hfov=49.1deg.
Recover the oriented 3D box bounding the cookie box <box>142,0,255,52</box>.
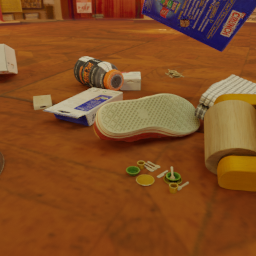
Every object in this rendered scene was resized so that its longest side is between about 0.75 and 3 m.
[{"bbox_3d":[1.899,-3.505,7.383,2.658,2.274,0.999,27,71,2],"label":"cookie box"}]

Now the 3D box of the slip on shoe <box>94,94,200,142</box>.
[{"bbox_3d":[0.516,-0.191,6.840,2.980,1.104,0.912,-6,-15,-29],"label":"slip on shoe"}]

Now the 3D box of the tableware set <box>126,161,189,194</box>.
[{"bbox_3d":[0.540,0.915,5.407,0.763,0.174,1.133,-22,33,-38],"label":"tableware set"}]

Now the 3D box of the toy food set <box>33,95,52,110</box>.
[{"bbox_3d":[-2.762,-0.825,9.069,0.552,0.233,0.770,-7,35,-16],"label":"toy food set"}]

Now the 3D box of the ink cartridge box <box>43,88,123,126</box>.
[{"bbox_3d":[-1.231,-0.621,8.304,1.213,0.478,2.439,13,27,25],"label":"ink cartridge box"}]

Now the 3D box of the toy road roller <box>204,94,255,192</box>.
[{"bbox_3d":[2.848,-0.123,4.765,2.935,2.143,1.804,1,52,12],"label":"toy road roller"}]

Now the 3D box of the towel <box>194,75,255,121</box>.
[{"bbox_3d":[2.898,-0.513,7.217,1.752,0.905,2.116,30,38,24],"label":"towel"}]

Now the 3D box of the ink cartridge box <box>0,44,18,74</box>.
[{"bbox_3d":[-6.185,-2.778,11.588,2.651,1.110,1.924,-4,9,-9],"label":"ink cartridge box"}]

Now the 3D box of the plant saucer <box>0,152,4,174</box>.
[{"bbox_3d":[-3.987,0.744,5.373,2.916,0.533,2.916,0,26,0],"label":"plant saucer"}]

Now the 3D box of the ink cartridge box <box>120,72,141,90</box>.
[{"bbox_3d":[0.087,-1.823,10.832,0.802,0.456,1.101,1,25,1],"label":"ink cartridge box"}]

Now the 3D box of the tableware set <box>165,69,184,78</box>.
[{"bbox_3d":[2.082,-2.432,12.440,0.606,0.184,0.917,-5,26,-11],"label":"tableware set"}]

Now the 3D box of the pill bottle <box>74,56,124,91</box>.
[{"bbox_3d":[-1.054,-1.956,10.375,1.094,1.094,2.059,-20,32,-35],"label":"pill bottle"}]
